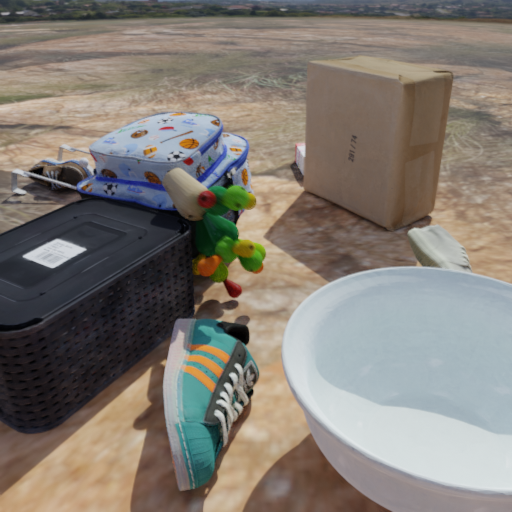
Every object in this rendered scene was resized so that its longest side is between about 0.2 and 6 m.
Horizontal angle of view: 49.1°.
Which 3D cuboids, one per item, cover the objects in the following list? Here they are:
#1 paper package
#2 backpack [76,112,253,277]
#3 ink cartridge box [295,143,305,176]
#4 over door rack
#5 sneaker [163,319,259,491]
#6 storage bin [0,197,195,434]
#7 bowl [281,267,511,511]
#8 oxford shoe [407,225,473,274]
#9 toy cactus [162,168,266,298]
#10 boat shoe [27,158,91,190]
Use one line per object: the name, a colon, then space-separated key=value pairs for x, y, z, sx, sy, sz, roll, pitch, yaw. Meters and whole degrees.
paper package: x=2.351 y=-2.435 z=11.557 sx=1.512 sy=2.924 sz=2.787 roll=-19 pitch=33 yaw=-31
backpack: x=-1.448 y=-1.355 z=10.067 sx=2.958 sy=2.279 sz=2.817 roll=16 pitch=33 yaw=21
ink cartridge box: x=1.504 y=-2.367 z=13.916 sx=0.869 sy=0.503 sz=1.491 roll=-2 pitch=27 yaw=-5
over door rack: x=-3.808 y=-2.134 z=12.960 sx=3.024 sy=1.007 sz=2.234 roll=6 pitch=28 yaw=12
sneaker: x=-0.468 y=1.493 z=6.451 sx=1.038 sy=0.927 sz=2.598 roll=-6 pitch=28 yaw=-1
storage bin: x=-2.538 y=0.543 z=7.610 sx=2.173 sy=1.507 sz=3.214 roll=17 pitch=32 yaw=27
bowl: x=1.891 y=1.537 z=5.791 sx=3.312 sy=1.489 sz=3.312 roll=0 pitch=29 yaw=0
oxford shoe: x=3.077 y=0.161 z=8.807 sx=0.649 sy=0.844 sz=2.246 roll=-21 pitch=33 yaw=4
toy cactus: x=-0.702 y=-0.400 z=8.010 sx=1.210 sy=2.367 sz=1.953 roll=-37 pitch=72 yaw=-15
boat shoe: x=-4.496 y=-1.783 z=12.785 sx=1.914 sy=0.692 sz=0.693 roll=10 pitch=34 yaw=37
